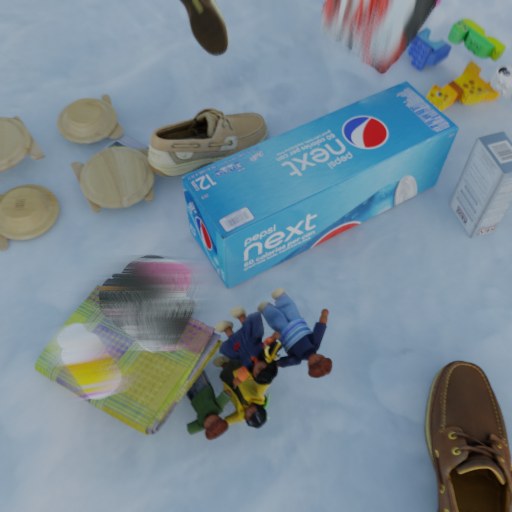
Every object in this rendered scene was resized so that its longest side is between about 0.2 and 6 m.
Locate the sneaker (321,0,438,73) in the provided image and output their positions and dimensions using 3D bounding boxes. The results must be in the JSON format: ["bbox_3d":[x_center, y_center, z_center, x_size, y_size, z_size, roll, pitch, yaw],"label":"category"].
[{"bbox_3d":[1.831,-3.887,9.025,1.543,2.879,0.961,35,96,-2],"label":"sneaker"}]

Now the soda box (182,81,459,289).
[{"bbox_3d":[1.180,-1.351,10.170,4.801,1.628,1.540,-26,60,-16],"label":"soda box"}]

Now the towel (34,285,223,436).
[{"bbox_3d":[-2.040,1.536,8.784,2.629,0.299,1.888,18,56,26],"label":"towel"}]

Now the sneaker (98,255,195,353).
[{"bbox_3d":[-1.160,0.469,5.390,0.859,1.990,0.799,22,69,4],"label":"sneaker"}]

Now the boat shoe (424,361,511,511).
[{"bbox_3d":[3.015,2.891,7.678,1.162,1.090,3.228,8,57,5],"label":"boat shoe"}]

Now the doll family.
[{"bbox_3d":[-0.001,1.666,8.194,1.041,2.654,1.534,20,23,-39],"label":"doll family"}]

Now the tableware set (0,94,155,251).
[{"bbox_3d":[-3.940,-1.836,11.078,3.774,0.438,3.153,-20,64,-12],"label":"tableware set"}]

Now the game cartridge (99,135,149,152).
[{"bbox_3d":[-2.834,-2.015,11.486,0.757,0.233,1.138,28,60,22],"label":"game cartridge"}]

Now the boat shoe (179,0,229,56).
[{"bbox_3d":[-0.986,-4.653,10.391,0.667,1.862,0.709,-11,51,16],"label":"boat shoe"}]

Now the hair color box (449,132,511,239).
[{"bbox_3d":[4.106,-1.215,9.978,0.548,1.807,0.895,-15,58,-9],"label":"hair color box"}]

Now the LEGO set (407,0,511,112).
[{"bbox_3d":[4.168,-4.138,12.202,1.622,1.508,3.953,-35,69,-17],"label":"LEGO set"}]

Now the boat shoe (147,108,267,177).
[{"bbox_3d":[-0.853,-2.413,11.156,2.781,0.897,0.991,-28,59,-31],"label":"boat shoe"}]

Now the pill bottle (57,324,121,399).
[{"bbox_3d":[-2.041,1.270,6.802,0.475,0.911,0.475,-17,30,10],"label":"pill bottle"}]
